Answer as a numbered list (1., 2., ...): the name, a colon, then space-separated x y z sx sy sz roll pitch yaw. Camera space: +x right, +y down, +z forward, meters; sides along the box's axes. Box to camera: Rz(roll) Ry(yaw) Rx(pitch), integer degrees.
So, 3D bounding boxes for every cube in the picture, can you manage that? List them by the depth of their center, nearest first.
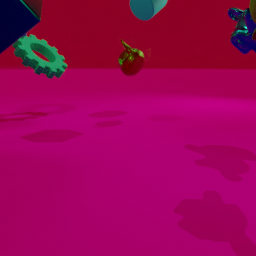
1. cube: -2.513 -2.397 5.407 1.185 1.185 1.185 -32 41 15

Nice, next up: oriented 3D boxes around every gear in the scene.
1. gear: -3.071 -2.535 9.888 1.878 0.347 1.878 33 29 -21

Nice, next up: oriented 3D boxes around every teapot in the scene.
1. teapot: 0.045 -2.122 8.708 0.876 1.408 0.690 -41 59 -16

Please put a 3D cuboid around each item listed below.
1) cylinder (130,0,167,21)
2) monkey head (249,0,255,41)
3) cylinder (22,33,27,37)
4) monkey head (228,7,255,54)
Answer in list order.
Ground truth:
1. cylinder: 0.783 -4.812 10.597 1.069 1.069 1.069 11 50 40
2. monkey head: 2.130 -1.802 3.676 1.020 0.854 1.418 -15 -10 -13
3. cylinder: -3.410 -2.950 7.781 0.914 0.914 0.914 -19 20 -25
4. monkey head: 2.822 -2.233 5.885 1.814 1.093 1.305 22 -16 32
